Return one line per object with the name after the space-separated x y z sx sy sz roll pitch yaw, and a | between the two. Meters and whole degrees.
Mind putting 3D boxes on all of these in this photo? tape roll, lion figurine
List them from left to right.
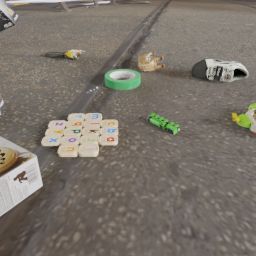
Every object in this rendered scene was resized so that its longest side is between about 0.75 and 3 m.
-0.259 -2.360 13.486 1.717 0.413 1.717 0 31 0 | tape roll
1.063 -3.597 15.273 1.486 0.879 2.426 -14 20 -8 | lion figurine

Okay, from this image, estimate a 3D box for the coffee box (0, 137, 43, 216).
-3.648 1.462 6.621 1.537 1.085 2.719 21 37 30 | coffee box

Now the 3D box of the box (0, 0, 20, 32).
-2.563 -2.094 5.071 0.960 0.760 0.232 -5 57 33 | box

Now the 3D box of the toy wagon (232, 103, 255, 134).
4.947 -0.239 9.970 2.507 0.496 1.945 0 31 1 | toy wagon

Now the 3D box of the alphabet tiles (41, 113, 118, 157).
-1.574 0.175 9.583 2.472 0.184 2.528 -2 32 -1 | alphabet tiles

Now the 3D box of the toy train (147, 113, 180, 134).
1.237 -0.156 10.055 0.392 0.290 1.389 -35 45 -29 | toy train

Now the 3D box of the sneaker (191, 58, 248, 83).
4.476 -2.736 13.505 2.750 1.019 1.217 -4 30 -6 | sneaker

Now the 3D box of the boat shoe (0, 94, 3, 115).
-5.346 -0.933 10.905 0.678 0.679 1.876 -8 32 -12 | boat shoe

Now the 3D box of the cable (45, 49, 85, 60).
-3.730 -4.534 16.772 2.529 0.636 1.228 15 36 22 | cable
